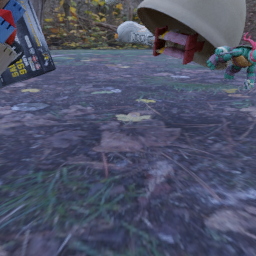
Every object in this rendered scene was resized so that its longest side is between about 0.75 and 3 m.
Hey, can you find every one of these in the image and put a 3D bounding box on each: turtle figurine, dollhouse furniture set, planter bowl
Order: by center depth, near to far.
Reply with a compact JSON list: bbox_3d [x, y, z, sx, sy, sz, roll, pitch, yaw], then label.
[{"bbox_3d":[1.817,-1.064,4.586,0.610,0.908,1.212,-43,10,-1],"label":"turtle figurine"},{"bbox_3d":[1.425,-2.211,7.084,0.909,0.687,1.689,23,36,26],"label":"dollhouse furniture set"},{"bbox_3d":[1.838,-3.024,7.183,2.755,1.854,2.755,32,6,-4],"label":"planter bowl"}]

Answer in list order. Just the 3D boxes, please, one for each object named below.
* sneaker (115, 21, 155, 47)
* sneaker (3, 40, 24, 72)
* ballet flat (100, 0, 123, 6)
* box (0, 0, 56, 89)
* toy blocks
[{"bbox_3d":[0.562,-3.635,11.041,2.225,0.842,1.023,-15,44,-32],"label":"sneaker"},{"bbox_3d":[-2.227,-0.949,4.376,1.326,0.489,0.530,-27,-16,-5],"label":"sneaker"},{"bbox_3d":[-0.651,-4.278,8.803,1.874,0.667,0.648,36,12,28],"label":"ballet flat"},{"bbox_3d":[-3.030,-2.265,6.962,1.808,2.283,0.552,-11,16,22],"label":"box"},{"bbox_3d":[-1.876,-1.304,3.498,1.820,1.244,0.909,44,5,30],"label":"toy blocks"}]
